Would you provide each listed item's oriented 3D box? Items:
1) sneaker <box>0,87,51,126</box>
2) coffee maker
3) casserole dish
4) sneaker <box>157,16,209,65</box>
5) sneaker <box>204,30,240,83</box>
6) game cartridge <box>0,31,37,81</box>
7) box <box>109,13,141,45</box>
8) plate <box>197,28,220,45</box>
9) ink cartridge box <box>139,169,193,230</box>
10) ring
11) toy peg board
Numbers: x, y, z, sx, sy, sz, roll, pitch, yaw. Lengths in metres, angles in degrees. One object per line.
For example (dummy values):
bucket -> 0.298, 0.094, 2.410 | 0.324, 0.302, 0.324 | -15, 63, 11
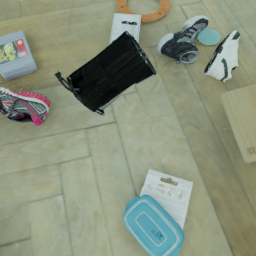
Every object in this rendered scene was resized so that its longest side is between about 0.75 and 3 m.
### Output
sneaker -> -4.492, -0.845, 10.554 | 2.934, 1.183, 1.095 | 8, 63, 4
coffee maker -> -0.478, -1.569, 8.098 | 2.242, 2.154, 1.510 | -36, 85, 13
casserole dish -> 0.727, 3.052, 8.555 | 1.303, 0.417, 2.151 | -45, 72, 2
sneaker -> 2.763, -3.749, 12.278 | 2.751, 1.038, 1.565 | -34, 67, -11
sneaker -> 4.256, -3.047, 12.023 | 1.101, 1.015, 2.753 | 33, 68, -1
game cartridge -> -5.083, -3.217, 12.296 | 1.604, 0.492, 2.409 | -24, 63, -8
box -> -0.112, -4.169, 12.676 | 1.290, 0.665, 2.212 | 3, 62, 2
plate -> 3.727, -4.201, 13.002 | 1.072, 0.137, 1.072 | 0, 61, 1
ink cartridge box -> 1.126, 2.505, 9.129 | 1.593, 0.496, 1.979 | 16, 59, 9
ring -> 0.760, -6.189, 14.047 | 2.680, 0.257, 2.680 | 0, 61, -1
toy peg board -> 5.211, -0.148, 10.283 | 2.816, 1.383, 2.828 | -15, 60, 10
